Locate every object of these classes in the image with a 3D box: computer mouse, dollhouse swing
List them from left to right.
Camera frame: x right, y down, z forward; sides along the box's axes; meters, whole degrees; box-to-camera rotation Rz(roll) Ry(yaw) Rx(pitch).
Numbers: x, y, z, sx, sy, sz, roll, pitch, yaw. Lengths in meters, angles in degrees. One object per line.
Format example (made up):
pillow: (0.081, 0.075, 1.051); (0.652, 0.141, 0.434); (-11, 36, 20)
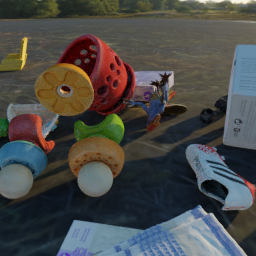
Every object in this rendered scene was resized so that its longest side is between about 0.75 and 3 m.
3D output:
dollhouse swing: (-6.010, -3.904, 14.627); (1.504, 1.455, 1.655); (-4, 27, -10)
computer mouse: (2.906, -0.534, 8.891); (0.667, 0.387, 2.275); (32, 41, 31)

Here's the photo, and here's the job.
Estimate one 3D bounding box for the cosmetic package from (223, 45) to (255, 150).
cosmetic package: (3.461, -0.774, 7.051); (1.757, 1.755, 2.130); (8, 47, 17)

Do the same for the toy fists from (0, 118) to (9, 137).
toy fists: (-3.858, 0.073, 7.500); (1.360, 0.468, 0.693); (-3, 19, -2)

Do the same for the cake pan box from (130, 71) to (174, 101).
cake pan box: (0.356, -1.631, 10.560); (2.413, 0.631, 2.222); (4, 27, 25)

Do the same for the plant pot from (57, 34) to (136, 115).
plant pot: (-0.970, -1.454, 8.543); (2.068, 2.068, 1.883); (26, -1, 43)

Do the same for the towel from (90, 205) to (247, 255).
towel: (0.394, 2.107, 3.054); (2.771, 0.330, 2.035); (-15, 44, -25)

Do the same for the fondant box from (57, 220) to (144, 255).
fondant box: (-0.313, 1.825, 3.927); (1.261, 0.367, 0.910); (4, 26, 10)

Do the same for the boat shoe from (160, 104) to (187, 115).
boat shoe: (1.398, -0.650, 9.088); (0.989, 0.366, 0.328); (0, 31, 1)

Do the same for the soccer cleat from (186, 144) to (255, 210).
soccer cleat: (1.616, 0.906, 5.550); (0.821, 0.661, 1.928); (-7, 31, -24)

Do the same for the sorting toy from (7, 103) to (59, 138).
sorting toy: (-2.548, -0.071, 7.552); (1.480, 0.791, 1.332); (-2, 33, 0)

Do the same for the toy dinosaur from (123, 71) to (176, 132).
toy dinosaur: (0.996, -0.690, 8.357); (2.161, 1.961, 1.135); (22, -29, -36)

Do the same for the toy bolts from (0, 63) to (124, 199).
toy bolts: (-1.488, 0.302, 5.380); (2.498, 2.386, 1.733); (-15, 39, 12)
